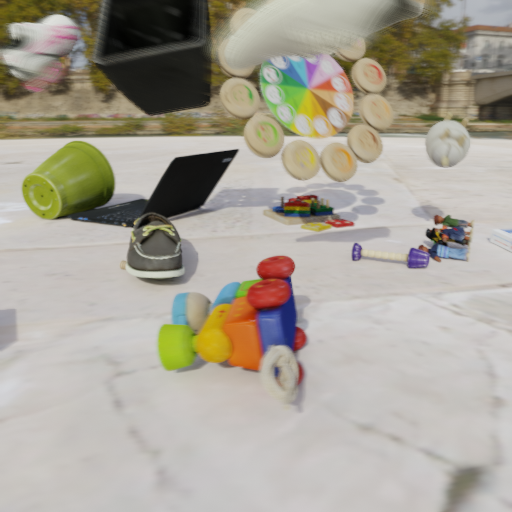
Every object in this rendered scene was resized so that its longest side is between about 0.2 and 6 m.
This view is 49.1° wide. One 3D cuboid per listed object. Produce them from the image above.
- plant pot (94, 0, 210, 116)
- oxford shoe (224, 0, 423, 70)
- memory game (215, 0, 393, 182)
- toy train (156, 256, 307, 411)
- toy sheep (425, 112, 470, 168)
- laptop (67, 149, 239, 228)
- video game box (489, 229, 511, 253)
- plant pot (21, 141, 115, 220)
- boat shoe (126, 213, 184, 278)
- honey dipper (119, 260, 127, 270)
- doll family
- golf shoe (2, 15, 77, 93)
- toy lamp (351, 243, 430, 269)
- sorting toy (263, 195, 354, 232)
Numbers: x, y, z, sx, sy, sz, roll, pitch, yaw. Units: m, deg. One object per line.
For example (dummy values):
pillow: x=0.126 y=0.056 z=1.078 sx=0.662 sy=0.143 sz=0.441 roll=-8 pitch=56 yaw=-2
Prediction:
plant pot: x=-1.631 y=-3.595 z=10.023 sx=1.814 sy=1.613 sz=1.818 roll=-8 pitch=59 yaw=8
oxford shoe: x=0.656 y=-2.234 z=5.410 sx=2.072 sy=0.598 sz=0.779 roll=-19 pitch=-2 yaw=14
memory game: x=1.044 y=-3.256 z=10.861 sx=3.901 sy=3.901 sz=0.248 roll=-7 pitch=-10 yaw=-25
toy train: x=-0.315 y=0.833 z=5.368 sx=1.429 sy=1.046 sz=2.470 roll=-8 pitch=14 yaw=9
toy sheep: x=3.670 y=-2.155 z=10.731 sx=0.912 sy=0.912 sz=1.322 roll=7 pitch=45 yaw=25
laptop: x=-2.431 y=-1.727 z=13.453 sx=3.158 sy=1.631 sz=2.799 roll=8 pitch=16 yaw=27
video game box: x=5.310 y=-0.258 z=10.556 sx=1.308 sy=0.306 sz=1.192 roll=-2 pitch=18 yaw=-5
plant pot: x=-4.711 y=-1.721 z=13.715 sx=1.792 sy=1.792 sz=1.726 roll=6 pitch=28 yaw=23
boat shoe: x=-1.669 y=-0.201 z=9.139 sx=0.897 sy=0.757 sz=2.515 roll=2 pitch=11 yaw=-15
honey dipper: x=-1.860 y=0.214 z=9.134 sx=0.814 sy=0.155 sz=0.155 roll=11 pitch=18 yaw=23
doll family: x=3.478 y=-0.323 z=10.279 sx=0.892 sy=0.605 sz=1.543 roll=10 pitch=21 yaw=18
golf shoe: x=-3.487 y=-3.513 z=9.105 sx=0.671 sy=0.851 sz=1.849 roll=-17 pitch=45 yaw=21
toy lamp: x=2.274 y=-0.002 z=9.507 sx=1.277 sy=0.372 sz=0.372 roll=6 pitch=16 yaw=25
sorting toy: x=1.106 y=-1.128 z=13.403 sx=1.414 sy=0.496 sz=2.934 roll=-6 pitch=17 yaw=-21
